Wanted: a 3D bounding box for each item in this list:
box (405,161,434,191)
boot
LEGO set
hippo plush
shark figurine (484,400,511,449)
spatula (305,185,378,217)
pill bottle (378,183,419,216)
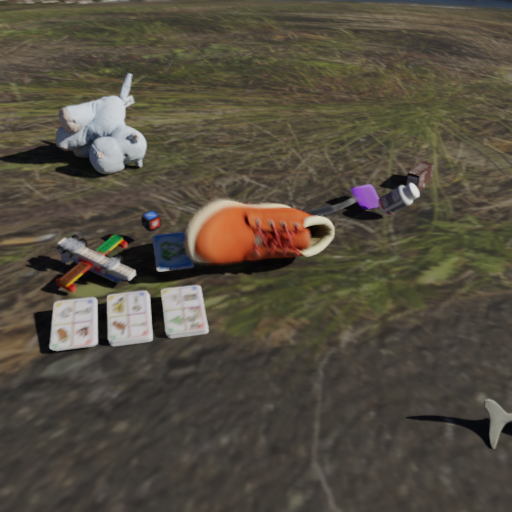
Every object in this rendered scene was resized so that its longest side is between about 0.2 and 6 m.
[{"bbox_3d":[4.133,-2.008,14.170,0.359,0.480,0.958,20,38,29],"label":"box"},{"bbox_3d":[0.126,-0.414,10.377,2.957,1.109,1.585,-13,22,-42],"label":"boot"},{"bbox_3d":[-2.364,0.434,10.275,2.508,0.824,3.357,-6,43,-12],"label":"LEGO set"},{"bbox_3d":[-3.883,-3.102,15.192,2.551,2.032,2.051,-34,74,-22],"label":"hippo plush"},{"bbox_3d":[3.956,2.149,7.093,1.938,0.809,1.158,22,36,29],"label":"shark figurine"},{"bbox_3d":[1.923,-1.148,12.907,2.167,0.223,0.612,-19,75,-18],"label":"spatula"},{"bbox_3d":[3.148,-1.260,12.368,0.831,0.460,0.460,-30,11,38],"label":"pill bottle"}]
